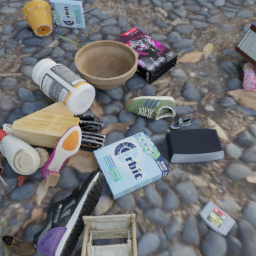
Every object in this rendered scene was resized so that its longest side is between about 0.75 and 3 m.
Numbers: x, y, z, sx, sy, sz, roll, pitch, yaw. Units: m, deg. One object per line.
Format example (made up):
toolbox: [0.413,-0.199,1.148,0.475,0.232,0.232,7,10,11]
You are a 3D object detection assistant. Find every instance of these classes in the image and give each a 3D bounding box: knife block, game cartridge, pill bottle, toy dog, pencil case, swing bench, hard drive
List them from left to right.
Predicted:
toy dog: [-4.215,0.943,9.793,2.931,1.933,1.412,30,92,27]
pill bottle: [-2.685,-1.727,11.515,2.512,1.461,1.461,37,64,22]
knife block: [-2.360,0.315,10.224,2.821,0.903,2.477,-30,65,-30]
swing bench: [-0.537,3.463,8.311,1.581,1.031,1.589,-2,51,-1]
hard drive: [2.517,0.612,10.562,1.999,0.423,1.349,-4,56,-2]
game cartridge: [2.873,2.958,9.128,1.023,0.209,0.681,38,68,23]
pencil case: [5.422,-2.315,12.470,0.607,0.607,1.389,11,56,8]

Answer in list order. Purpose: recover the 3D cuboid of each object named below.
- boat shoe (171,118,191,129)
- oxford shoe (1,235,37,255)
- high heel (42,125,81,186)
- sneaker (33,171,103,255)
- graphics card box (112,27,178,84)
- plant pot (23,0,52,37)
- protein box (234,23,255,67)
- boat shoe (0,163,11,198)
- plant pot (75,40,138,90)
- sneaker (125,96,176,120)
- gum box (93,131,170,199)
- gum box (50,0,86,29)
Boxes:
boat shoe: [2.122,-0.202,11.197,0.859,0.293,0.317,-10,56,-7]
oxford shoe: [-3.350,3.587,8.516,1.174,0.496,0.427,15,55,8]
high heel: [-2.283,0.816,9.561,0.750,2.228,1.069,18,8,-29]
sneaker: [-1.894,2.515,8.910,1.312,1.135,2.998,18,58,18]
graphics card box: [0.656,-3.477,13.155,1.817,0.737,2.897,-38,65,-23]
plant pot: [-4.457,-5.447,14.202,1.427,1.427,1.306,-17,73,-11]
protein box: [6.294,-3.445,12.352,1.987,1.350,2.001,-11,53,-37]
boat shoe: [-4.737,1.561,9.826,0.743,0.755,2.026,-26,68,-28]
plant pot: [-0.917,-2.542,12.154,2.658,1.227,2.658,1,51,-1]
sneaker: [0.958,-0.744,11.300,2.094,0.702,0.940,-5,51,-7]
gum box: [0.097,1.267,10.088,2.161,0.481,1.836,-22,59,-14]
gum box: [-3.068,-5.858,14.386,1.600,1.360,0.357,10,56,7]
